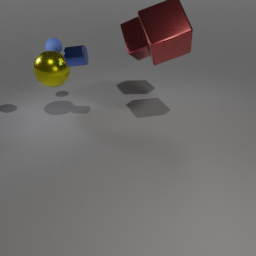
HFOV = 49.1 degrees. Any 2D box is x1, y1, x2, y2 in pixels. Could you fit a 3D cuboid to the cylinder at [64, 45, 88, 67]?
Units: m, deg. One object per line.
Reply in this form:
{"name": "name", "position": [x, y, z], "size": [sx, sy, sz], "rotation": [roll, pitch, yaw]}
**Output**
{"name": "cylinder", "position": [-1.854, -2.585, 10.072], "size": [0.700, 0.700, 0.700], "rotation": [-4, 29, 8]}

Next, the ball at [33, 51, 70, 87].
{"name": "ball", "position": [-2.957, -2.289, 10.896], "size": [1.400, 1.400, 1.400], "rotation": [0, 29, 0]}

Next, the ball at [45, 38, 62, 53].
{"name": "ball", "position": [-3.128, -3.434, 11.829], "size": [0.700, 0.700, 0.700], "rotation": [0, 29, 0]}

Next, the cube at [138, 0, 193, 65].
{"name": "cube", "position": [1.271, -3.244, 9.527], "size": [1.400, 1.400, 1.400], "rotation": [-19, 73, 5]}

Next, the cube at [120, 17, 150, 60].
{"name": "cube", "position": [0.681, -4.039, 12.516], "size": [1.400, 1.400, 1.400], "rotation": [-17, -5, 20]}
